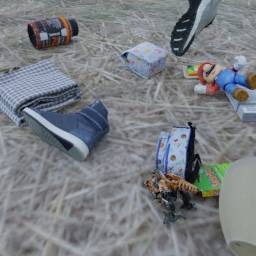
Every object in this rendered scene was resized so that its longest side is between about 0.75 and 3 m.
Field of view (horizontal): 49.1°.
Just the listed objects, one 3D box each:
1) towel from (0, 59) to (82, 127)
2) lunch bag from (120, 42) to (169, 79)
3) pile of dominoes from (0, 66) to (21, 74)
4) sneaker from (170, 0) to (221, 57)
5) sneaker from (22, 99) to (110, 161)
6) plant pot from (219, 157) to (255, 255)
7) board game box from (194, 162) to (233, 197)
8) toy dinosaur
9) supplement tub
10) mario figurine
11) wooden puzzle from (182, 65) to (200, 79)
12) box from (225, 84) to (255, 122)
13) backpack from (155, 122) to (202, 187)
[{"bbox_3d":[-3.501,-1.451,10.744,2.843,1.217,2.354,-30,47,-33],"label":"towel"},{"bbox_3d":[0.768,-3.270,13.226,1.788,1.137,1.516,36,51,24],"label":"lunch bag"},{"bbox_3d":[-4.934,-1.841,11.051,1.342,1.722,0.274,-31,89,-44],"label":"pile of dominoes"},{"bbox_3d":[1.914,-2.906,7.605,0.884,2.230,0.824,29,-2,-32],"label":"sneaker"},{"bbox_3d":[-1.897,-0.306,9.228,2.762,1.050,1.996,29,56,19],"label":"sneaker"},{"bbox_3d":[2.832,1.939,5.654,2.315,2.315,1.554,22,55,26],"label":"plant pot"},{"bbox_3d":[2.831,1.284,7.370,2.176,0.326,1.039,-9,25,16],"label":"board game box"},{"bbox_3d":[0.999,1.551,6.748,0.935,1.243,1.831,-25,0,-9],"label":"toy dinosaur"},{"bbox_3d":[-4.148,-5.430,15.760,2.660,1.423,1.423,-23,43,-28],"label":"supplement tub"},{"bbox_3d":[3.638,-2.047,11.111,1.710,1.469,2.771,-20,30,-17],"label":"mario figurine"},{"bbox_3d":[3.268,-2.673,13.137,1.344,0.250,1.243,3,37,4],"label":"wooden puzzle"},{"bbox_3d":[4.892,-1.024,10.830,1.657,0.438,2.126,0,38,-2],"label":"box"},{"bbox_3d":[1.345,0.821,7.646,1.185,1.539,1.466,-5,43,18],"label":"backpack"}]
